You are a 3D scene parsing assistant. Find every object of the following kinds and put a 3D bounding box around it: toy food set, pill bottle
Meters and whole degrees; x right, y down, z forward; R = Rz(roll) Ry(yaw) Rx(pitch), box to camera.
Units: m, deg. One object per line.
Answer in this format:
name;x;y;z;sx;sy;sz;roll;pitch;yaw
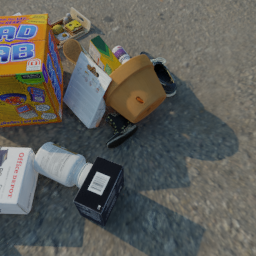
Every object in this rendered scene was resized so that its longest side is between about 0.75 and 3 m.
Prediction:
toy food set;-3.180;-4.947;13.601;2.373;0.717;1.703;-37;65;-21
pill bottle;-2.036;1.327;9.416;1.967;1.125;1.125;22;60;14
pill bottle;-0.262;-3.183;12.592;0.553;0.553;0.993;-26;61;-15

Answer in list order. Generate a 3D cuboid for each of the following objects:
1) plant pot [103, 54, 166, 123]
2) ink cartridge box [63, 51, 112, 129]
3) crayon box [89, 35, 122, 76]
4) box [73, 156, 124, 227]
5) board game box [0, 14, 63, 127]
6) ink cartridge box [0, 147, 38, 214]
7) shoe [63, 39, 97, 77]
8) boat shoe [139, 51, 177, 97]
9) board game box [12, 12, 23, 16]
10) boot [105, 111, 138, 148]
plant pot;0.313;-1.322;10.536;2.387;2.387;1.671;-36;81;-20
ink cartridge box;-1.463;-1.413;10.560;1.850;2.281;0.572;45;32;24
crayon box;-0.860;-2.731;11.548;0.482;1.174;1.868;-36;87;-14
box;-0.838;1.995;8.716;0.935;1.592;1.565;20;60;12
board game box;-4.172;-2.056;10.478;2.908;2.906;2.906;-5;58;-3
ink cartridge box;-4.509;1.687;9.178;2.709;1.143;1.961;1;58;1
shoe;-2.136;-3.093;12.556;0.879;0.671;2.514;-40;60;2
boat shoe;1.208;-2.491;11.998;0.988;0.816;2.640;-20;60;-12
board game box;-5.142;-4.407;13.172;1.426;0.866;1.788;-34;64;-20
boot;-0.477;0.033;10.575;1.468;0.537;1.105;-35;65;-24
